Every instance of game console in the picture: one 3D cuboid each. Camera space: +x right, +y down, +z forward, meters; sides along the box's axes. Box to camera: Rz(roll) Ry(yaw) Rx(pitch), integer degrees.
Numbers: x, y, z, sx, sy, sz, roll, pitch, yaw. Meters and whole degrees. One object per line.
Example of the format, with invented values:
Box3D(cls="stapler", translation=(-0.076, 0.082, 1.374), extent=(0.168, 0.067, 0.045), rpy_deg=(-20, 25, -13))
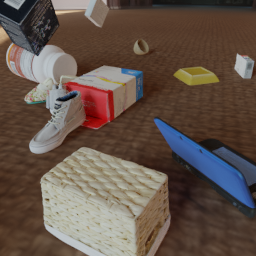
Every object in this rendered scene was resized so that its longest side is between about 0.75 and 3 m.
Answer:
Box3D(cls="game console", translation=(1.915, 0.519, 5.692), extent=(1.968, 1.364, 2.306), rpy_deg=(-16, 33, -26))

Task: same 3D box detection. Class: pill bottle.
Box3D(cls="pill bottle", translation=(-3.439, -2.596, 11.255), extent=(2.837, 1.591, 1.591), rpy_deg=(21, 35, 33))

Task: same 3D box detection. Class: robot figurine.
Box3D(cls="robot figurine", translation=(-2.047, -0.784, 8.385), extent=(0.877, 1.034, 0.584), rpy_deg=(-2, -1, 17))

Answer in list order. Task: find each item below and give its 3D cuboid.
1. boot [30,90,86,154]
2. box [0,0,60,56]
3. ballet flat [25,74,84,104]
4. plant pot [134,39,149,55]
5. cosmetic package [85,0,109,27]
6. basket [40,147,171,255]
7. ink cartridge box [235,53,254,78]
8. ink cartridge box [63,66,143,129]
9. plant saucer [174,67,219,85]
Box3D(cls="boot", translation=(-1.895, -0.261, 7.441), extent=(0.764, 0.993, 2.078), rpy_deg=(12, 35, 21))
Box3D(cls="box", translation=(-2.762, -3.057, 7.789), extent=(0.917, 1.271, 1.712), rpy_deg=(29, -12, 3))
Box3D(cls="ballet flat", translation=(-2.475, -1.469, 10.011), extent=(2.442, 0.780, 0.924), rpy_deg=(-13, 29, -22))
Box3D(cls="plant pot", translation=(0.654, -4.454, 15.668), extent=(0.580, 0.864, 0.864), rpy_deg=(-25, 6, 44))
Box3D(cls="cosmetic package", translation=(-1.148, -4.355, 10.475), extent=(0.272, 0.793, 1.052), rpy_deg=(23, 5, 18))
Box3D(cls="basket", translation=(-0.341, 1.222, 4.584), extent=(1.882, 1.161, 1.275), rpy_deg=(16, 33, 26))
Box3D(cls="ink cartridge box", translation=(5.163, -2.798, 12.484), extent=(0.355, 0.768, 1.410), rpy_deg=(2, 28, 3))
Box3D(cls="ink cartridge box", translation=(-0.871, -1.114, 9.120), extent=(1.676, 0.970, 2.885), rpy_deg=(14, 32, 25))
Box3D(cls="plant saucer", translation=(2.916, -2.282, 11.973), extent=(1.467, 0.355, 1.467), rpy_deg=(-9, 29, -17))
